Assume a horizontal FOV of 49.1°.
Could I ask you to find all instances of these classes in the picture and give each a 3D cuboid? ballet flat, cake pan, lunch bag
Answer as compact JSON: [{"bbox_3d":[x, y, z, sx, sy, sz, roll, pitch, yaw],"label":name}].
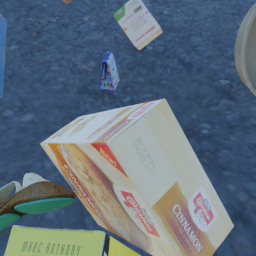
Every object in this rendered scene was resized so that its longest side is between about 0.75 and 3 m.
[{"bbox_3d":[-1.415,0.938,3.719,1.553,0.527,0.562,-25,56,15],"label":"ballet flat"},{"bbox_3d":[3.491,-1.885,6.320,2.650,2.650,0.486,-16,24,-16],"label":"cake pan"},{"bbox_3d":[-0.429,-1.317,6.347,0.378,0.804,0.605,7,37,8],"label":"lunch bag"}]

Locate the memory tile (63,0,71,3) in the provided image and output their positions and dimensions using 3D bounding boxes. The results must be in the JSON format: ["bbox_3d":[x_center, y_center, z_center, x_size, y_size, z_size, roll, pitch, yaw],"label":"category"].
[{"bbox_3d":[-1.656,-4.481,8.350,1.424,1.092,0.120,-45,71,11],"label":"memory tile"}]

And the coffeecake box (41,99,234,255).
[{"bbox_3d":[-0.053,0.563,3.109,0.689,1.448,1.886,-39,17,-27],"label":"coffeecake box"}]

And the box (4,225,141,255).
[{"bbox_3d":[-0.230,1.469,2.694,0.803,2.133,0.534,-3,58,17],"label":"box"}]

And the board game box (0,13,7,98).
[{"bbox_3d":[-2.855,-1.369,4.543,1.705,2.158,0.420,11,38,-15],"label":"board game box"}]

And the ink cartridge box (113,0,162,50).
[{"bbox_3d":[0.300,-3.114,8.348,0.904,0.524,1.248,-36,83,14],"label":"ink cartridge box"}]
